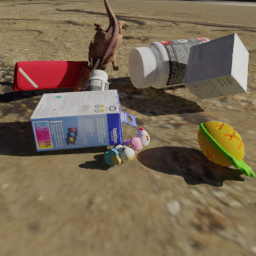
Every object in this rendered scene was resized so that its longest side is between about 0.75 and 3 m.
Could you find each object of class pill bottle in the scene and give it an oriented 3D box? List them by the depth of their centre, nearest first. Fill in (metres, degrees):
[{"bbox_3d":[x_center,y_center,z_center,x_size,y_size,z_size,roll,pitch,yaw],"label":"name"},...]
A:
[{"bbox_3d":[-0.865,-1.026,7.795,0.626,0.626,1.076,2,67,4],"label":"pill bottle"},{"bbox_3d":[1.464,-2.161,9.415,2.672,1.522,1.522,-11,31,-20],"label":"pill bottle"}]

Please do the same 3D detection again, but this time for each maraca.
[{"bbox_3d":[1.916,0.409,5.504,0.977,0.762,1.425,14,32,-47],"label":"maraca"}]

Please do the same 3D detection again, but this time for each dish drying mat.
[{"bbox_3d":[-2.306,-1.634,8.706,2.461,0.945,0.224,-12,40,-43],"label":"dish drying mat"}]

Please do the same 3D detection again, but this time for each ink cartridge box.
[{"bbox_3d":[-0.922,-0.239,6.426,2.199,0.839,1.500,-5,27,-2],"label":"ink cartridge box"}]

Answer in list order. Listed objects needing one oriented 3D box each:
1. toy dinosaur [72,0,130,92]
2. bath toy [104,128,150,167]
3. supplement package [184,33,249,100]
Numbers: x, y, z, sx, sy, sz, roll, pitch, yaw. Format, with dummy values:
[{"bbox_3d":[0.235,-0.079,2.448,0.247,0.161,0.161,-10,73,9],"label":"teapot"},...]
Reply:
[{"bbox_3d":[-0.754,-2.430,8.855,1.268,2.954,2.002,17,33,-5],"label":"toy dinosaur"},{"bbox_3d":[0.057,0.371,5.951,0.541,0.459,1.243,23,35,31],"label":"bath toy"},{"bbox_3d":[2.508,-1.671,7.911,1.388,1.327,1.021,-6,-26,43],"label":"supplement package"}]
